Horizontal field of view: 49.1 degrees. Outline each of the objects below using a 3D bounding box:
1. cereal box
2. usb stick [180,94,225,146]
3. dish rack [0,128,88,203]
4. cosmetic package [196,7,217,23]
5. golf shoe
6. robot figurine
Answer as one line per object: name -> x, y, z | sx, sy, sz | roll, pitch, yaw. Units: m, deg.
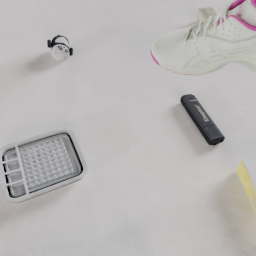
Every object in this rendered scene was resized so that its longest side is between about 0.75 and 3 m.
cereal box -> 4.118, 1.460, 6.086 | 2.835, 0.560, 2.040 | -7, 51, -6
usb stick -> 2.004, -0.265, 7.678 | 0.499, 0.293, 1.799 | -16, 52, -12
dish rack -> -2.026, 0.890, 6.663 | 1.899, 0.414, 1.630 | -19, 52, -15
cosmetic package -> 3.072, -4.038, 10.613 | 0.610, 0.515, 1.180 | -6, 52, -4
golf shoe -> 1.604, -1.566, 4.569 | 2.788, 1.276, 1.050 | 4, 62, 27
robot figurine -> -2.288, -2.733, 9.480 | 0.740, 0.614, 0.984 | -12, 51, 1
